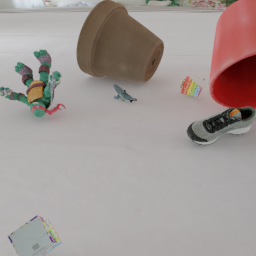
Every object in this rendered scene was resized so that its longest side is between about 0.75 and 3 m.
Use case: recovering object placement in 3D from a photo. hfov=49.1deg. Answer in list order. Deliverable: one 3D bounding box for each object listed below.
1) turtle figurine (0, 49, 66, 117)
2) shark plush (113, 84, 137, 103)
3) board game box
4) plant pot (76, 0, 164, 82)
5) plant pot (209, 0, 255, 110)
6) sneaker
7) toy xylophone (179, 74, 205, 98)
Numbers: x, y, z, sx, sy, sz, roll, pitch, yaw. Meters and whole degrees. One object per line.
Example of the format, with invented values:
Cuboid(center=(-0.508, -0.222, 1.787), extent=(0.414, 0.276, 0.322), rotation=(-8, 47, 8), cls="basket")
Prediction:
Cuboid(center=(-2.708, -1.145, 8.095), extent=(1.872, 1.259, 2.500), rotation=(-17, 49, -2), cls="turtle figurine")
Cuboid(center=(-0.133, -1.066, 9.067), extent=(0.456, 0.418, 1.004), rotation=(-27, 45, -19), cls="shark plush")
Cuboid(center=(-1.175, 1.451, 3.647), extent=(0.414, 0.789, 0.406), rotation=(-33, 75, -17), cls="board game box")
Cuboid(center=(-0.120, -2.910, 10.532), extent=(2.521, 2.890, 2.890), rotation=(29, 36, 14), cls="plant pot")
Cuboid(center=(3.440, -2.097, 7.644), extent=(2.596, 2.596, 2.297), rotation=(2, 62, 3), cls="plant pot")
Cuboid(center=(2.237, -0.139, 6.745), extent=(1.839, 0.729, 0.680), rotation=(-16, 58, -16), cls="sneaker")
Cuboid(center=(2.184, -1.433, 9.453), extent=(0.252, 0.733, 1.001), rotation=(5, 17, -34), cls="toy xylophone")
